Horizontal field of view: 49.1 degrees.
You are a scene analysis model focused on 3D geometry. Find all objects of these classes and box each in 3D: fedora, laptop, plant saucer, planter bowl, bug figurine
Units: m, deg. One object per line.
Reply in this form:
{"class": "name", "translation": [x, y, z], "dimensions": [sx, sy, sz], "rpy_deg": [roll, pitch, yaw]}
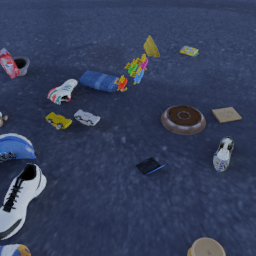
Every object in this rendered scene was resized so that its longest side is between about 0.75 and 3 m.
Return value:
{"class": "fedora", "translation": [-5.864, -3.268, 15.131], "dimensions": [1.164, 0.594, 1.316], "rpy_deg": [-11, 51, -10]}
{"class": "laptop", "translation": [0.822, 1.316, 9.951], "dimensions": [0.772, 0.450, 0.871], "rpy_deg": [-22, 46, -24]}
{"class": "plant saucer", "translation": [2.411, -0.453, 12.120], "dimensions": [1.931, 0.310, 1.931], "rpy_deg": [1, 41, -1]}
{"class": "planter bowl", "translation": [0.722, -2.590, 9.143], "dimensions": [0.317, 0.761, 0.761], "rpy_deg": [-27, 43, 4]}
{"class": "bug figurine", "translation": [0.159, -1.548, 7.969], "dimensions": [1.328, 0.342, 1.030], "rpy_deg": [-9, 50, 60]}

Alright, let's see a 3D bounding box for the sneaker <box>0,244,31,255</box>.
{"class": "sneaker", "translation": [-3.306, 3.986, 6.722], "dimensions": [1.051, 0.898, 2.385], "rpy_deg": [-4, 35, 19]}

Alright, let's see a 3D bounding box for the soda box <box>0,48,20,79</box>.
{"class": "soda box", "translation": [-4.774, -2.549, 11.165], "dimensions": [0.459, 1.311, 0.416], "rpy_deg": [-39, 73, -16]}

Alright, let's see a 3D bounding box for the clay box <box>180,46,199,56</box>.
{"class": "clay box", "translation": [3.781, -4.669, 17.019], "dimensions": [1.043, 0.248, 0.599], "rpy_deg": [24, 47, 26]}

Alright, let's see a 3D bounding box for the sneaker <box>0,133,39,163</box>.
{"class": "sneaker", "translation": [-4.635, 0.967, 10.045], "dimensions": [2.909, 1.143, 1.297], "rpy_deg": [0, 52, 9]}

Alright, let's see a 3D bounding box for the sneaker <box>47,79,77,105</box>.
{"class": "sneaker", "translation": [-2.947, -1.672, 13.406], "dimensions": [0.854, 0.643, 1.828], "rpy_deg": [40, 47, 10]}

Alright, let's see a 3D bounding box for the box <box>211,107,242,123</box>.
{"class": "box", "translation": [4.353, -0.596, 12.424], "dimensions": [1.029, 0.109, 0.841], "rpy_deg": [-9, 42, -9]}

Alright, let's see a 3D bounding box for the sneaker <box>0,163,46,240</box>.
{"class": "sneaker", "translation": [-3.444, 2.144, 8.588], "dimensions": [0.933, 1.013, 2.531], "rpy_deg": [10, 43, 9]}

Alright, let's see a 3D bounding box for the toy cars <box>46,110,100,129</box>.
{"class": "toy cars", "translation": [-2.302, -0.290, 11.813], "dimensions": [2.223, 0.492, 0.996], "rpy_deg": [-6, 42, -12]}

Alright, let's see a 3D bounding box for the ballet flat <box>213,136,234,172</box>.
{"class": "ballet flat", "translation": [3.557, 0.867, 10.382], "dimensions": [0.599, 0.599, 1.666], "rpy_deg": [17, 44, 19]}

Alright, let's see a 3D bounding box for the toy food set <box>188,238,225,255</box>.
{"class": "toy food set", "translation": [2.185, 3.461, 7.637], "dimensions": [0.938, 0.230, 0.947], "rpy_deg": [32, 50, 31]}

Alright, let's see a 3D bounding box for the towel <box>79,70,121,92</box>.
{"class": "towel", "translation": [-1.401, -2.314, 14.129], "dimensions": [1.980, 0.481, 1.106], "rpy_deg": [17, 44, 17]}

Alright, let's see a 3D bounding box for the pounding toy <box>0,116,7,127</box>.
{"class": "pounding toy", "translation": [-5.555, -0.253, 11.944], "dimensions": [0.852, 0.488, 0.487], "rpy_deg": [-5, 69, 8]}

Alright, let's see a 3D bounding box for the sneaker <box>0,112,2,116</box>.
{"class": "sneaker", "translation": [-6.150, -0.835, 12.387], "dimensions": [1.503, 0.545, 0.857], "rpy_deg": [8, 38, 9]}
